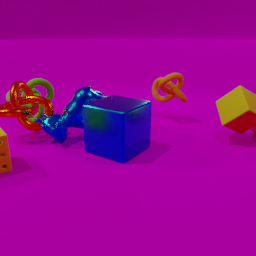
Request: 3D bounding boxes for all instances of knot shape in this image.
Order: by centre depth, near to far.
[{"bbox_3d":[-2.970,-0.566,7.776,1.462,0.722,1.563,-23,67,-43],"label":"knot shape"},{"bbox_3d":[-3.084,-0.814,9.034,1.456,1.362,0.673,-13,-5,-2],"label":"knot shape"},{"bbox_3d":[1.449,-1.215,9.146,1.184,1.265,0.585,33,59,-13],"label":"knot shape"}]

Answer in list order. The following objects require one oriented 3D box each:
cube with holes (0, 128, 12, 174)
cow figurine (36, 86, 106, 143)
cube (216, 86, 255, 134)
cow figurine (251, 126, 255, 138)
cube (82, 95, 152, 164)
[{"bbox_3d":[-3.106,0.510,6.058,0.841,0.841,0.841,-14,24,-34],"label":"cube with holes"},{"bbox_3d":[-1.511,-0.415,7.662,1.688,1.716,0.942,12,20,-43],"label":"cow figurine"},{"bbox_3d":[3.000,-0.466,7.471,0.820,0.820,0.820,20,50,-31],"label":"cube"},{"bbox_3d":[4.128,0.043,7.640,1.245,1.225,0.683,28,49,-23],"label":"cow figurine"},{"bbox_3d":[-0.250,-0.037,6.969,1.240,1.240,1.240,14,24,32],"label":"cube"}]
